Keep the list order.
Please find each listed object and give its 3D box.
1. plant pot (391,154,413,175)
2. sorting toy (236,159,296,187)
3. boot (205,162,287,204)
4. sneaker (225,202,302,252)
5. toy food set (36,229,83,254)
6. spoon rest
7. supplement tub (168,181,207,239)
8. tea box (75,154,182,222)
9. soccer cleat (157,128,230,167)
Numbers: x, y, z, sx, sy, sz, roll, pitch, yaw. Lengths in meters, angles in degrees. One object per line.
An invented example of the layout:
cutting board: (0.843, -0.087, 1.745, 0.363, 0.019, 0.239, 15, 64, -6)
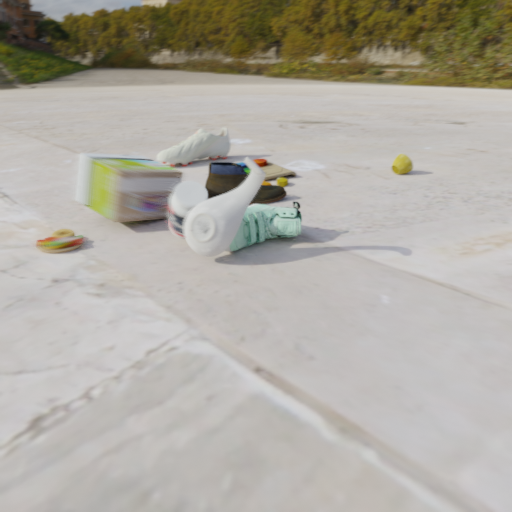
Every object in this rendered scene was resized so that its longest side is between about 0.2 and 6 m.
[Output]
plant pot: (4.541, -2.827, 17.671, 0.463, 0.652, 0.652, -35, 34, -18)
sorting toy: (0.172, -2.582, 17.257, 2.023, 0.363, 2.715, -11, 24, -26)
boot: (-0.255, -1.937, 14.681, 2.235, 1.083, 0.835, -6, 23, -15)
sneaker: (0.189, -0.648, 11.720, 1.342, 0.837, 2.276, 5, 20, 24)
toy food set: (-4.110, -0.298, 11.745, 0.942, 0.231, 0.951, 17, 27, 36)
spoon rest: (-0.565, -0.889, 10.580, 1.065, 2.143, 0.649, 48, 22, 15)
supplement tub: (-1.420, -0.945, 11.726, 0.782, 1.115, 0.782, 6, 54, -8)
tea box: (-3.030, -1.648, 13.322, 1.771, 1.203, 1.800, 27, 24, 37)
soccer cleat: (-2.143, -3.756, 19.187, 2.878, 1.116, 0.997, -17, 28, -36)
